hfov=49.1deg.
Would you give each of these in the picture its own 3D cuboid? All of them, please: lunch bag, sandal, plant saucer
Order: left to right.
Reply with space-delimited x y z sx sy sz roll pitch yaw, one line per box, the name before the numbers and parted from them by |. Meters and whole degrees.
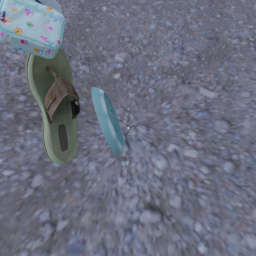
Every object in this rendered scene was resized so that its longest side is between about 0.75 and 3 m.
lunch bag | -1.135 -1.200 3.242 0.766 0.295 0.614 16 66 -27
sandal | -1.154 -0.402 4.967 0.637 2.232 0.886 9 24 41
plant saucer | -0.301 -0.125 4.745 0.170 1.239 1.239 -19 52 4

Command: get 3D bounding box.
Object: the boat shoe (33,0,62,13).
boat shoe | -2.474 -3.122 6.173 0.795 2.208 0.685 -54 36 -5
